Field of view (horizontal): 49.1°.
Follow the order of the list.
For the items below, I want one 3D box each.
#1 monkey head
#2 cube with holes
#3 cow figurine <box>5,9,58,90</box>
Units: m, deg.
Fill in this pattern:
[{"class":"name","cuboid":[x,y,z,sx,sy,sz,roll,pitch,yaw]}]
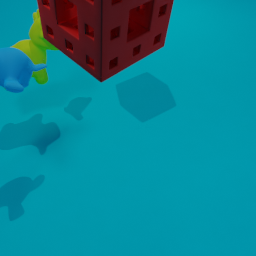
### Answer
[{"class":"monkey head","cuboid":[-2.047,-1.032,4.978,1.234,0.744,0.888,11,14,-38]},{"class":"cube with holes","cuboid":[-0.223,-1.261,2.771,0.962,0.962,0.962,40,58,24]},{"class":"cow figurine","cuboid":[-2.285,-1.733,6.337,1.696,1.669,0.931,-17,56,-17]}]
